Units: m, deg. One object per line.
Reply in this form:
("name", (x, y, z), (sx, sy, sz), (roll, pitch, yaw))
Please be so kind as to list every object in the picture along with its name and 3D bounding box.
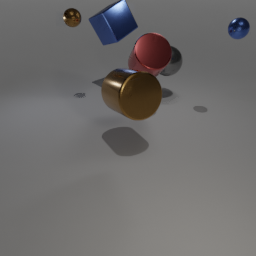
("ball", (3.741, -3.360, 9.464), (0.700, 0.700, 0.700), (0, 29, 0))
("ball", (1.861, -3.152, 13.182), (1.400, 1.400, 1.400), (0, 29, 0))
("cube", (-0.680, -4.838, 12.918), (1.400, 1.400, 1.400), (-42, 27, -20))
("cylinder", (0.795, -2.669, 10.671), (1.400, 1.400, 1.400), (-6, -6, -10))
("cylinder", (0.082, -1.048, 8.421), (1.400, 1.400, 1.400), (-13, 21, -23))
("ball", (-2.153, -4.259, 10.820), (0.700, 0.700, 0.700), (0, 29, 0))
